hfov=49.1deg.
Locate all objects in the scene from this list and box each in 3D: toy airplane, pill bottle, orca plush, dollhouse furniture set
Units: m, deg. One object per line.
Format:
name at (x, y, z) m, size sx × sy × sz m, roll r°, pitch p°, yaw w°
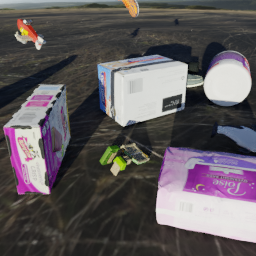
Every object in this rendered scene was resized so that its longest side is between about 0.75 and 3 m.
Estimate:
toy airplane at (-3.286, -3.054, 9.416) m, size 0.721 × 1.022 × 1.017 m, roll -31°, pitch 53°, yaw 26°
pill bottle at (4.085, -2.192, 11.460) m, size 1.669 × 1.669 × 2.995 m, roll 9°, pitch 30°, yaw 16°
orca plush at (3.257, 0.359, 8.100) m, size 1.664 × 0.591 × 0.875 m, roll 7°, pitch 73°, yaw 20°
dollhouse furniture set at (-0.068, 0.833, 7.299) m, size 1.060 × 0.532 × 0.694 m, roll -6°, pitch 44°, yaw -49°

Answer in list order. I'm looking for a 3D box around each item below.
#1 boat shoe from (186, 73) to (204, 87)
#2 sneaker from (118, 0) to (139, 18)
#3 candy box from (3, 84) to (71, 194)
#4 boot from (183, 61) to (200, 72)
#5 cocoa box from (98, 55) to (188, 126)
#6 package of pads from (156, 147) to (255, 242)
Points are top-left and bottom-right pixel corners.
boat shoe at (2.221, -2.425, 12.855) m, size 2.499 × 0.772 × 0.910 m, roll 9°, pitch 29°, yaw 17°
sneaker at (-0.103, -4.146, 9.162) m, size 0.648 × 1.157 × 0.449 m, roll -19°, pitch -7°, yaw -35°
candy box at (-2.078, 0.139, 6.972) m, size 0.784 × 1.752 × 2.569 m, roll 0°, pitch 29°, yaw -1°
boot at (2.856, -3.023, 14.168) m, size 1.434 × 0.647 × 1.750 m, roll 8°, pitch 25°, yaw 15°
cocoa box at (0.493, -1.427, 9.891) m, size 2.656 × 1.771 × 1.743 m, roll -16°, pitch 32°, yaw -27°
package of pads at (1.996, 1.285, 5.542) m, size 2.782 × 1.053 × 1.676 m, roll 7°, pitch 28°, yaw 12°
